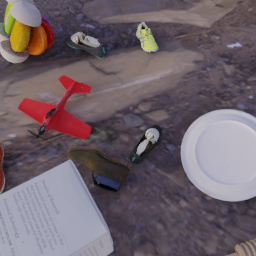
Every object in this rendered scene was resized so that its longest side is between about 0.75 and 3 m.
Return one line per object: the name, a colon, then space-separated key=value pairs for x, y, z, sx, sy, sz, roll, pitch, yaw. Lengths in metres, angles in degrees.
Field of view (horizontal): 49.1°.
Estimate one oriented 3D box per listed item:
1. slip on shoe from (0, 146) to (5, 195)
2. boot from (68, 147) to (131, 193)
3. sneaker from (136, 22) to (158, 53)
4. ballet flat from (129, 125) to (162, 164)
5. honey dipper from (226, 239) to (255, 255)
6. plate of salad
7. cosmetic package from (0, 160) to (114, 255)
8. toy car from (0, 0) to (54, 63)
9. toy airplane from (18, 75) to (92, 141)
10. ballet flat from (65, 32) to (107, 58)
slip on shoe: x=-4.047 y=1.240 z=8.331 sx=0.672 sy=0.555 sz=1.815 roll=-8 pitch=58 yaw=-7
boot: x=-0.964 y=1.208 z=8.245 sx=1.977 sy=0.739 sz=0.958 roll=13 pitch=55 yaw=6
sneaker: x=0.763 y=-3.735 z=11.580 sx=0.599 sy=0.607 sz=1.589 roll=-21 pitch=59 yaw=-14
ballet flat: x=0.641 y=0.445 z=8.840 sx=0.562 sy=0.565 sz=1.653 roll=31 pitch=62 yaw=8
honey dipper: x=2.137 y=3.398 z=6.985 sx=2.637 sy=0.501 sz=0.501 roll=-15 pitch=58 yaw=-7
plate of salad: x=3.020 y=0.787 z=8.485 sx=2.791 sy=0.670 sz=2.791 roll=-3 pitch=73 yaw=11
cosmetic package: x=-1.869 y=2.481 z=6.612 sx=2.423 sy=2.027 sz=2.015 roll=-27 pitch=59 yaw=-17
toy car: x=-3.954 y=-3.947 z=11.056 sx=1.982 sy=2.313 sz=2.643 roll=1 pitch=47 yaw=-42
toy airplane: x=-2.291 y=-0.748 z=9.654 sx=2.883 sy=0.530 sz=2.883 roll=1 pitch=58 yaw=-1
ballet flat: x=-1.741 y=-3.508 z=11.385 sx=2.013 sy=0.735 sz=0.735 roll=28 pitch=61 yaw=17
